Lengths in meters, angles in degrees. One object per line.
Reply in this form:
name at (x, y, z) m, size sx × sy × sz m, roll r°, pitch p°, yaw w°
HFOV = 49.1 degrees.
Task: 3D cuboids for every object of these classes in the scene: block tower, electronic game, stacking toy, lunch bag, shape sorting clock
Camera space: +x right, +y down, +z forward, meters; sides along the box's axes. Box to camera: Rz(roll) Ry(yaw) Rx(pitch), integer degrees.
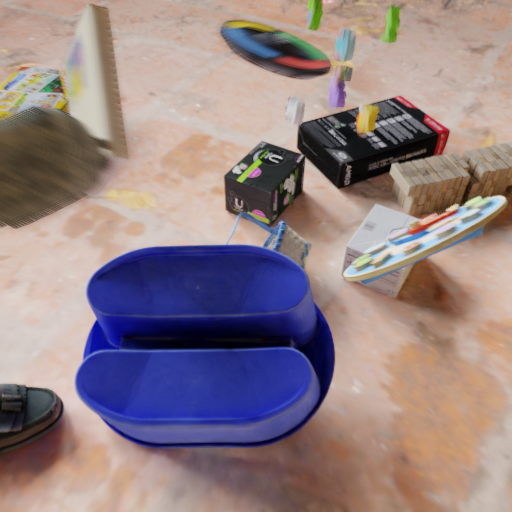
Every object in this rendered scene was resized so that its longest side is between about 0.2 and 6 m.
block tower at (4.627, -1.747, 12.620) m, size 3.272 × 0.946 × 0.884 m, roll -11°, pitch 45°, yaw -13°
electronic game at (0.335, -3.472, 9.339) m, size 1.941 × 0.404 × 1.941 m, roll 16°, pitch 34°, yaw -11°
stacking toy at (1.564, -3.446, 10.294) m, size 1.727 × 2.291 × 0.538 m, roll -1°, pitch 27°, yaw -20°
lunch bag at (-2.958, -1.152, 7.479) m, size 1.782 × 1.242 × 1.495 m, roll -23°, pitch 10°, yaw 7°
shape sorting clock at (1.876, -0.218, 6.402) m, size 1.945 × 1.945 × 0.382 m, roll -26°, pitch 88°, yaw -24°

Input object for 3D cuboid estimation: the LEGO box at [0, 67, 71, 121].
LEGO box at (-5.638, -3.640, 14.380) m, size 2.138 × 1.108 × 2.871 m, roll 8°, pitch 45°, yaw 8°

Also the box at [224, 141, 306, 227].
box at (0.200, -1.608, 12.393) m, size 1.199 × 1.003 × 1.614 m, roll 22°, pitch 48°, yaw 21°

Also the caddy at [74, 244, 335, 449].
caddy at (-0.787, 1.416, 8.580) m, size 4.030 × 2.115 × 2.849 m, roll -1°, pitch 65°, yaw 3°

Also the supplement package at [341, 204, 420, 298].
supplement package at (2.530, -0.121, 10.982) m, size 1.171 × 0.834 × 1.503 m, roll 23°, pitch 48°, yaw 21°

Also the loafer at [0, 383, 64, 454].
loafer at (-4.365, 2.424, 8.362) m, size 2.757 × 0.867 × 0.991 m, roll -9°, pitch 45°, yaw -9°

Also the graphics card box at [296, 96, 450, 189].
graphics card box at (2.834, -2.872, 13.815) m, size 3.190 × 0.811 × 2.001 m, roll -20°, pitch 48°, yaw -21°

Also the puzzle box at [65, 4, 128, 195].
puzzle box at (-2.633, -2.457, 9.085) m, size 0.324 × 1.695 × 2.548 m, roll -4°, pitch 79°, yaw -31°

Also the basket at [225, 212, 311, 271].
basket at (0.172, -0.042, 10.616) m, size 1.562 × 1.087 × 1.378 m, roll 33°, pitch 46°, yaw -9°
